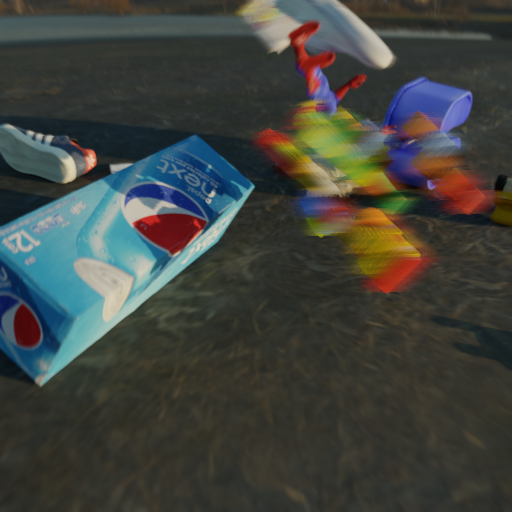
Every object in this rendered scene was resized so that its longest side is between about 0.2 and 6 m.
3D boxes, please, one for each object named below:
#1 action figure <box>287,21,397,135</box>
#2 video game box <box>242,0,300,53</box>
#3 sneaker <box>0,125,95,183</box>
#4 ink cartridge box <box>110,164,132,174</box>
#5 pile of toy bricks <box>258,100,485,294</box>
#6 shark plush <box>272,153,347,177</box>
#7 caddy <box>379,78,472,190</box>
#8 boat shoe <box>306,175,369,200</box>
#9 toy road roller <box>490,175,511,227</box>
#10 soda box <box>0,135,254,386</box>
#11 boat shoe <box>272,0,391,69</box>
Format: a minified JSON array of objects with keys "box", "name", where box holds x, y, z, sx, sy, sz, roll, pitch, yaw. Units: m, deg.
[{"box":[1.611,-2.873,10.013,1.570,3.171,1.035,-19,69,5],"name":"action figure"},{"box":[0.508,-4.810,11.092,1.191,1.085,0.279,-40,-10,1],"name":"video game box"},{"box":[-5.474,-2.742,14.687,3.033,1.137,1.282,26,37,24],"name":"sneaker"},{"box":[-3.431,-2.239,14.671,0.738,0.161,0.640,-7,29,-13],"name":"ink cartridge box"},{"box":[1.144,-1.352,7.469,1.834,2.061,3.714,33,19,-27],"name":"pile of toy bricks"},{"box":[1.601,-2.075,14.164,2.574,1.169,1.072,-8,0,30],"name":"shark plush"},{"box":[3.986,-3.051,13.906,1.762,2.373,3.357,22,33,25],"name":"caddy"},{"box":[1.969,-1.525,12.960,1.614,0.575,0.521,5,73,13],"name":"boat shoe"},{"box":[5.449,-1.046,11.876,0.828,0.983,1.347,21,-3,35],"name":"toy road roller"},{"box":[-1.941,-0.255,8.666,1.534,1.621,4.780,41,36,3],"name":"soda box"},{"box":[1.252,-4.005,9.968,2.623,0.916,0.930,47,30,17],"name":"boat shoe"}]
